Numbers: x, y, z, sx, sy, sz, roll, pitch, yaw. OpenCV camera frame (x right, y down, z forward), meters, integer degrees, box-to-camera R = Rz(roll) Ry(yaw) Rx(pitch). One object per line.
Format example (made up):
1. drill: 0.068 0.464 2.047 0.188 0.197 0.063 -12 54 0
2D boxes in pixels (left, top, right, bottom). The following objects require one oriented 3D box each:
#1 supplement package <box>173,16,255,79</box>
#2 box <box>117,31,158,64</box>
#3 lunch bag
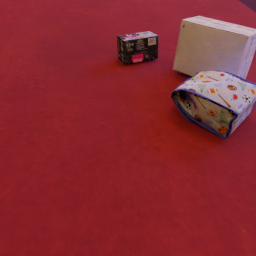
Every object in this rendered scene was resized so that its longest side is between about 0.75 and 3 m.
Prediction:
1. supplement package: 3.205 -2.843 10.387 2.486 1.936 1.379 29 39 30
2. box: 0.401 -3.464 11.969 1.579 1.044 0.906 -15 34 -18
3. lunch bag: 2.630 -0.903 8.615 2.110 1.307 1.794 33 50 25
